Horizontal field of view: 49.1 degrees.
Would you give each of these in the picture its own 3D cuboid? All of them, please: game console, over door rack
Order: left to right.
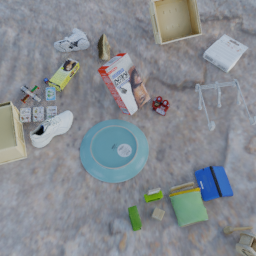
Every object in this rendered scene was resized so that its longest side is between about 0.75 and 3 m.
[{"bbox_3d":[3.183,2.059,10.388,0.997,0.691,1.168,-24,60,23],"label":"game console"},{"bbox_3d":[3.871,-0.888,11.412,1.807,0.815,2.446,-8,52,1],"label":"over door rack"}]

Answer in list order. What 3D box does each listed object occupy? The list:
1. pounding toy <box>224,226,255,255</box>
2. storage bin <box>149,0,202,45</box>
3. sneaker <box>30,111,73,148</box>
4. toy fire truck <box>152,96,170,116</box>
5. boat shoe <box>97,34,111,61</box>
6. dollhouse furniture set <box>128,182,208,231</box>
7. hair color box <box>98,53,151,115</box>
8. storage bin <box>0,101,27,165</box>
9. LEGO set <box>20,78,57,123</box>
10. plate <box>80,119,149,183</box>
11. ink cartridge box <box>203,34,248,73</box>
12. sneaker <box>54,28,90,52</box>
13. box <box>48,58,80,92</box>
[{"bbox_3d":[4.111,3.637,9.031,1.844,1.055,1.058,28,66,13],"label":"pounding toy"},{"bbox_3d":[2.151,-5.065,12.921,2.000,0.937,1.986,-16,107,-6],"label":"storage bin"},{"bbox_3d":[-2.979,-0.038,11.064,0.739,0.864,1.983,39,68,19],"label":"sneaker"},{"bbox_3d":[1.355,-0.936,11.816,0.762,0.427,0.640,32,85,16],"label":"toy fire truck"},{"bbox_3d":[-1.107,-3.797,13.277,0.497,0.549,1.541,17,56,-31],"label":"boat shoe"},{"bbox_3d":[1.394,2.691,9.514,2.774,1.071,1.386,-13,64,-7],"label":"dollhouse furniture set"},{"bbox_3d":[-0.114,-1.748,11.268,1.208,2.179,0.697,-42,31,-19],"label":"hair color box"},{"bbox_3d":[-5.293,0.293,10.803,2.204,1.033,2.188,-15,63,-7],"label":"storage bin"},{"bbox_3d":[-3.822,-1.173,12.022,1.510,0.496,2.022,-5,71,-6],"label":"LEGO set"},{"bbox_3d":[-0.537,0.775,10.928,2.725,0.348,2.725,0,61,0],"label":"plate"},{"bbox_3d":[4.591,-3.542,13.182,1.380,0.429,1.715,39,64,18],"label":"ink cartridge box"},{"bbox_3d":[-2.711,-4.194,13.385,1.656,0.622,0.952,-7,62,-10],"label":"sneaker"},{"bbox_3d":[-2.848,-2.399,12.554,0.598,0.398,1.590,24,66,13],"label":"box"}]
